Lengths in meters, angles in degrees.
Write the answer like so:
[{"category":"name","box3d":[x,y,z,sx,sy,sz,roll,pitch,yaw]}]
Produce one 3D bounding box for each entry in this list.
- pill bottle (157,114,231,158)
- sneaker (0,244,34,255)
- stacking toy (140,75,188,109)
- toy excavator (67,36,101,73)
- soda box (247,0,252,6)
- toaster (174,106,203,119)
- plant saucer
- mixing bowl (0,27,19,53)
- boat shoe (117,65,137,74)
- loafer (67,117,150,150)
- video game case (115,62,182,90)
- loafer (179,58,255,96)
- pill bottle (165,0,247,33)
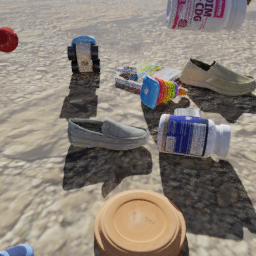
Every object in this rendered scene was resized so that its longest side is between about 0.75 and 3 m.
[{"category":"pill bottle","box3d":[1.709,0.237,7.381,1.788,1.035,1.035,8,35,10]},{"category":"sneaker","box3d":[-2.381,2.357,4.499,1.728,0.711,0.639,-21,37,-30]},{"category":"stacking toy","box3d":[1.420,-1.314,9.984,1.820,0.999,1.056,-4,29,-27]},{"category":"toy excavator","box3d":[-1.872,-3.513,12.588,1.266,2.464,2.535,-2,62,-2]},{"category":"soda box","box3d":[2.566,-4.394,8.099,2.456,0.832,0.786,10,42,-16]},{"category":"toaster","box3d":[1.721,-0.158,8.119,0.798,0.883,0.524,5,29,5]},{"category":"plant saucer","box3d":[0.234,1.893,5.571,1.819,0.294,1.819,0,34,0]},{"category":"mixing bowl","box3d":[-3.696,-2.642,8.310,0.764,0.764,0.414,-3,9,-5]},{"category":"boat shoe","box3d":[-0.041,-2.465,11.664,0.909,0.297,0.334,8,35,14]},{"category":"loafer","box3d":[-0.547,0.109,7.764,2.310,0.806,0.808,0,34,0]},{"category":"video game case","box3d":[0.877,-2.146,11.664,1.974,0.248,2.169,22,41,29]},{"category":"loafer","box3d":[3.449,-2.018,10.764,2.953,1.008,1.117,13,36,19]},{"category":"pill bottle","box3d":[1.804,-2.781,6.613,1.700,0.963,0.963,4,34,-3]}]
